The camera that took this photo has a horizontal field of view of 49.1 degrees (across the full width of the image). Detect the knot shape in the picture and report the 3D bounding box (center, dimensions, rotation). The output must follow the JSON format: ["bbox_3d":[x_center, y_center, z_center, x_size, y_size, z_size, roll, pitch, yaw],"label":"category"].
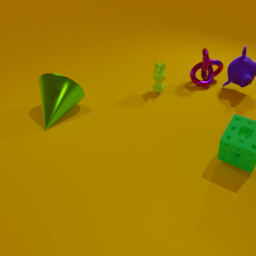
[{"bbox_3d":[2.980,-2.202,10.796,0.672,1.454,1.360,23,74,51],"label":"knot shape"}]

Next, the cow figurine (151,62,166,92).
[{"bbox_3d":[1.142,-1.832,10.236,0.547,0.981,0.997,4,81,6],"label":"cow figurine"}]

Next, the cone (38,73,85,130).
[{"bbox_3d":[-2.359,-0.631,8.933,1.576,1.576,1.582,9,64,12],"label":"cone"}]

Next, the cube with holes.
[{"bbox_3d":[2.904,0.382,7.066,0.905,0.905,0.905,23,61,27],"label":"cube with holes"}]

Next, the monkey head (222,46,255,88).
[{"bbox_3d":[4.015,-1.966,10.023,1.021,1.695,1.219,34,43,17],"label":"monkey head"}]
